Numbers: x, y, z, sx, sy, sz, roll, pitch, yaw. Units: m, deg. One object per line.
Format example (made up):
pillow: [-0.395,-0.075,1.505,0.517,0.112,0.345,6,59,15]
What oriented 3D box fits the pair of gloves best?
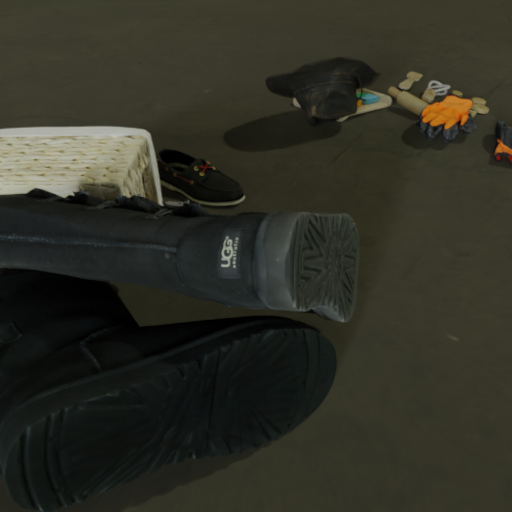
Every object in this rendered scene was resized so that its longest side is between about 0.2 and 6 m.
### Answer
pair of gloves: [4.865,-2.769,11.943,2.661,0.329,2.370,26,43,24]

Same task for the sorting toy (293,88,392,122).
sorting toy: [2.124,-3.867,13.772,1.868,0.341,1.729,-27,42,-33]

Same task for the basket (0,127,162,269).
basket: [-2.740,-0.783,8.065,2.457,1.665,1.515,1,38,4]

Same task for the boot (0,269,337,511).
boot: [-1.317,0.956,5.872,3.496,1.294,2.865,-10,23,-32]

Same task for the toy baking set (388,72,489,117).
toy baking set: [4.391,-3.874,13.836,2.164,0.328,2.819,-16,43,-32]

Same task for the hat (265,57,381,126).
hat: [1.474,-3.397,12.190,2.612,1.053,2.612,-4,2,0]

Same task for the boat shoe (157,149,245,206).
boat shoe: [-1.033,-1.392,9.903,1.925,0.603,0.704,25,41,30]

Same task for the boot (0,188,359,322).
boot: [-0.814,-0.021,6.145,3.483,1.143,2.870,3,-8,23]
